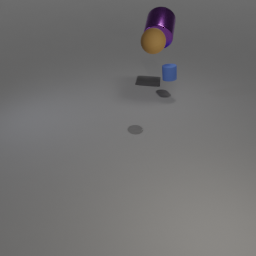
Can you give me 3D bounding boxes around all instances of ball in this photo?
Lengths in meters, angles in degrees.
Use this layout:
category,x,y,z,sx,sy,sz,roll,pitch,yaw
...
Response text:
category,x,y,z,sx,sy,sz,roll,pitch,yaw
ball,0.703,-2.423,7.813,0.700,0.700,0.700,0,31,0

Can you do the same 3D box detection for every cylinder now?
category,x,y,z,sx,sy,sz,roll,pitch,yaw
cylinder,2.018,-2.700,13.627,0.700,0.700,0.700,-4,27,2
cylinder,1.504,-4.744,13.326,1.400,1.400,1.400,6,58,10
